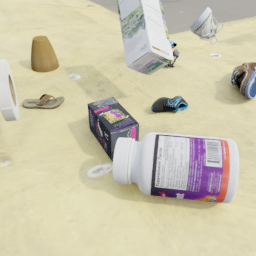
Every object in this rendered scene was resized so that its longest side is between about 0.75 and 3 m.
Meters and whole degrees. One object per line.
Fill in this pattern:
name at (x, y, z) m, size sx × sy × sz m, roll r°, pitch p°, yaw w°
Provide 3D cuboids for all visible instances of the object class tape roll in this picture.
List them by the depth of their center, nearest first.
tape roll at (-3.036, -0.927, 7.006) m, size 0.285 × 1.559 × 1.559 m, roll -11°, pitch 38°, yaw -15°

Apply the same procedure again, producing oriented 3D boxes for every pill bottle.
pill bottle at (1.081, 0.908, 6.791) m, size 2.764 × 1.540 × 1.540 m, roll 5°, pitch 37°, yaw 8°

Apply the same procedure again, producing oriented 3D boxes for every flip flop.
flip flop at (-3.117, -1.024, 10.289) m, size 1.537 × 0.442 × 0.623 m, roll -1°, pitch 37°, yaw -1°

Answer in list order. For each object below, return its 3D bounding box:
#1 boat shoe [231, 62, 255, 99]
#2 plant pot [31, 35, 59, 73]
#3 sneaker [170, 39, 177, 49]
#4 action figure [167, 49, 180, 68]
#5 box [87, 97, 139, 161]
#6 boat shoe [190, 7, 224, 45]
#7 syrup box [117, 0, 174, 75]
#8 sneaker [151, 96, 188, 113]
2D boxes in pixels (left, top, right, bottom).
boat shoe at (4.686, -1.938, 11.152) m, size 1.068 × 1.066 × 2.950 m, roll 14°, pitch 29°, yaw 26°
plant pot at (-3.885, -3.422, 12.735) m, size 1.283 × 1.377 × 1.283 m, roll -1°, pitch 37°, yaw 1°
sneaker at (2.142, -4.381, 14.787) m, size 1.184 × 0.464 × 0.533 m, roll -28°, pitch 48°, yaw -32°
action figure at (1.902, -3.376, 13.167) m, size 0.940 × 0.807 × 1.582 m, roll 17°, pitch 37°, yaw 5°
box at (-0.459, -0.027, 8.422) m, size 0.931 × 1.073 × 1.755 m, roll -17°, pitch 40°, yaw -21°
boat shoe at (1.902, -2.336, 6.704) m, size 0.702 × 0.608 × 1.647 m, roll 42°, pitch 13°, yaw 1°
syrup box at (0.554, -3.450, 9.734) m, size 1.194 × 1.155 × 2.933 m, roll 8°, pitch 66°, yaw -43°
sneaker at (1.491, -0.807, 9.943) m, size 1.404 × 0.514 × 0.575 m, roll -16°, pitch 40°, yaw -20°
